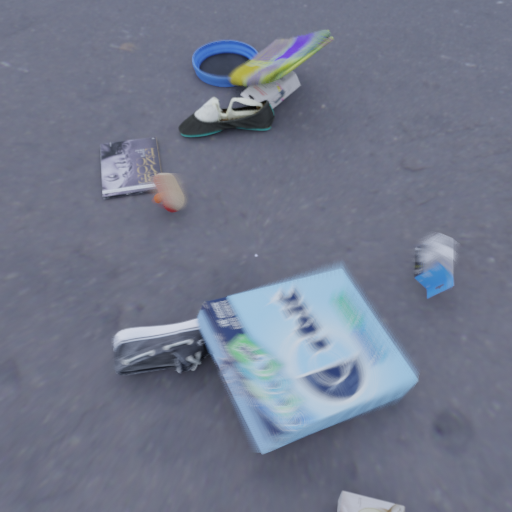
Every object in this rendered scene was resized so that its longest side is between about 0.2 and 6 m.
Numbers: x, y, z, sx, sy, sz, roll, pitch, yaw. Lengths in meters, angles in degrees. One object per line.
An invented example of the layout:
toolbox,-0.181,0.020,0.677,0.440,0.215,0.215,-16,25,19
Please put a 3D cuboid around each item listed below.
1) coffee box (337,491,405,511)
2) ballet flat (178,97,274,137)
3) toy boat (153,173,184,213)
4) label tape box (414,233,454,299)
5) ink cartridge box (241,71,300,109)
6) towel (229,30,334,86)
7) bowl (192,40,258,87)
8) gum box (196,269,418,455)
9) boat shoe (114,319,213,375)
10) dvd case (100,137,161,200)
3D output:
coffee box,1.347,3.853,7.007,0.836,0.583,1.463,11,52,9
ballet flat,-0.678,-3.166,12.482,2.171,0.742,0.738,-7,43,-6
toy boat,-1.768,-1.189,10.869,0.514,0.514,0.787,-12,73,-58
label tape box,2.996,0.166,9.457,0.291,0.664,0.920,21,58,-17
ink cartridge box,0.328,-3.880,13.083,1.218,0.410,0.713,-40,55,-2
towel,0.455,-4.389,12.501,1.786,0.283,2.487,-38,27,-8
bowl,-0.759,-4.822,14.070,1.673,0.328,1.673,0,51,0
gum box,0.757,1.423,8.397,2.618,0.583,2.224,-12,56,-31
boat shoe,-1.125,1.469,8.756,2.174,0.780,0.737,-5,52,-7
dvd case,-2.651,-1.891,11.865,1.234,0.132,1.659,-9,52,-7
